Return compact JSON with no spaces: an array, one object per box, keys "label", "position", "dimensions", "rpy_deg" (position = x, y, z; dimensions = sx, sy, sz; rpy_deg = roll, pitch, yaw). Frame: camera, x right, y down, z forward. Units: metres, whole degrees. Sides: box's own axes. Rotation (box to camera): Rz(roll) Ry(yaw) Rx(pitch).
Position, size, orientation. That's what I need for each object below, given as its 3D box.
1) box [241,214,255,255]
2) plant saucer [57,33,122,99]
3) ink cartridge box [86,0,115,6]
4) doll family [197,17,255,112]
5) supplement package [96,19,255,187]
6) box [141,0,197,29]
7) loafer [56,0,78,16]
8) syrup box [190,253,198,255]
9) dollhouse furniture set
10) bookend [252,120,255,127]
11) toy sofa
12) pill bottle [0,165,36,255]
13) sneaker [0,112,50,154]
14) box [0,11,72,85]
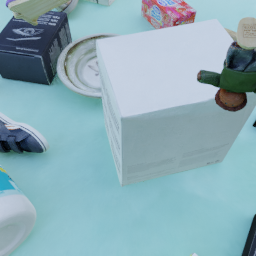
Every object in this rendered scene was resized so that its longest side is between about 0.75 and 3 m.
[{"label":"box","position":[2.768,2.454,5.196],"dimensions":[1.113,0.622,1.577],"rpy_deg":[24,58,20]},{"label":"plant saucer","position":[-0.688,-1.700,8.102],"dimensions":[2.620,0.658,2.620],"rpy_deg":[0,55,0]},{"label":"ink cartridge box","position":[-1.055,-5.166,10.652],"dimensions":[1.155,0.487,0.835],"rpy_deg":[21,57,14]},{"label":"doll family","position":[2.035,-0.451,2.792],"dimensions":[2.526,1.460,0.991],"rpy_deg":[22,72,14]},{"label":"supplement package","position":[0.826,-0.421,5.956],"dimensions":[2.563,2.680,1.971],"rpy_deg":[-12,56,-9]},{"label":"box","position":[1.328,-3.904,9.506],"dimensions":[0.935,0.895,1.876],"rpy_deg":[-26,59,-17]},{"label":"loafer","position":[-2.195,-5.383,10.319],"dimensions":[1.068,0.934,2.972],"rpy_deg":[-23,48,35]},{"label":"syrup box","position":[1.494,3.043,4.748],"dimensions":[0.658,0.681,1.671],"rpy_deg":[-37,64,-24]},{"label":"dollhouse furniture set","position":[3.333,-2.007,8.302],"dimensions":[1.652,1.415,1.737],"rpy_deg":[32,37,21]},{"label":"bookend","position":[3.903,-0.333,7.269],"dimensions":[0.971,0.450,0.977],"rpy_deg":[24,58,16]},{"label":"toy sofa","position":[-1.494,-3.507,6.247],"dimensions":[2.763,1.348,1.144],"rpy_deg":[-22,92,10]},{"label":"pill bottle","position":[-3.249,1.176,5.483],"dimensions":[1.615,1.615,2.915],"rpy_deg":[-39,64,-24]},{"label":"sneaker","position":[-2.796,0.264,6.656],"dimensions":[2.011,0.789,0.798],"rpy_deg":[20,52,27]},{"label":"box","position":[-2.791,-2.474,8.361],"dimensions":[1.585,1.117,2.142],"rpy_deg":[11,55,7]}]
